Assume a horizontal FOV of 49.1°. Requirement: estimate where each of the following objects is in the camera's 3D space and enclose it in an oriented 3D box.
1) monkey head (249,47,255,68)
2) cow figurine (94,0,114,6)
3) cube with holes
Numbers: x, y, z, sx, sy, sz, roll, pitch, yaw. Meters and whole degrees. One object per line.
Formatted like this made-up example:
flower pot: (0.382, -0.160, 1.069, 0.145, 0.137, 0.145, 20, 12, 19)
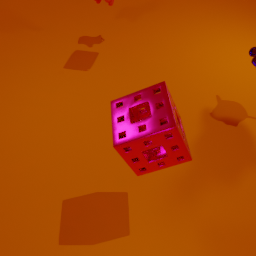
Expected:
monkey head: (4.203, -2.116, 8.022, 1.626, 1.170, 0.980, 25, 41, 32)
cow figurine: (-0.683, -5.167, 10.386, 1.143, 0.627, 1.124, 16, 95, 16)
cube with holes: (0.436, 0.043, 5.384, 1.130, 1.130, 1.130, -19, 48, 15)
